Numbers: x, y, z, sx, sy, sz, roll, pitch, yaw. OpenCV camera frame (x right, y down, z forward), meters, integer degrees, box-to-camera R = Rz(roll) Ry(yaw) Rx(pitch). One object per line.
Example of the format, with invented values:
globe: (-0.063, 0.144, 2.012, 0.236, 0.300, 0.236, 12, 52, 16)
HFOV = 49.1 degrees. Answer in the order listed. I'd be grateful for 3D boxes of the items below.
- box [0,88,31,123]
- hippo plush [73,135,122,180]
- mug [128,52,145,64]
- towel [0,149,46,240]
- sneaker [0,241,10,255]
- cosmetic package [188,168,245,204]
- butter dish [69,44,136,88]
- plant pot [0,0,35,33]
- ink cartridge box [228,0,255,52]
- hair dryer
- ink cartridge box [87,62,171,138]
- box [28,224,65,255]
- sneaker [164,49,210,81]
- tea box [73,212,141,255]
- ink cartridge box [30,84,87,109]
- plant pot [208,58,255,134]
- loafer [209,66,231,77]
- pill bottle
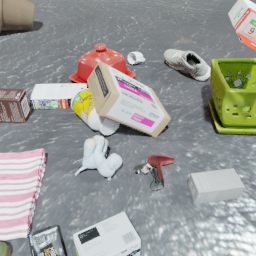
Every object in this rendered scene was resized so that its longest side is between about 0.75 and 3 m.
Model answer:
box: (-4.926, -0.854, 10.579, 2.197, 1.100, 0.823, 2, 40, 1)
hippo plush: (-0.802, 0.924, 8.443, 1.094, 1.084, 1.361, 27, 46, 30)
mug: (0.499, -3.533, 14.191, 0.795, 0.587, 0.697, 30, 34, 31)
towel: (-3.649, 1.743, 7.957, 2.193, 0.448, 2.997, -3, 40, -2)
sneaker: (-4.003, 2.781, 6.195, 2.422, 1.087, 0.812, -4, 40, -5)
cosmetic package: (2.482, 1.645, 7.976, 1.361, 0.614, 0.727, -2, 40, -8)
butter dish: (-1.171, -2.887, 12.502, 2.363, 1.747, 2.357, 28, 46, 30)
plant pot: (-7.081, -7.082, 17.251, 2.396, 2.748, 2.748, 5, 36, -24)
ink cartridge box: (3.549, -2.590, 7.407, 1.417, 0.655, 2.601, 28, 36, -9)
hair dryer: (0.928, 1.288, 8.687, 1.391, 0.378, 1.059, -36, 69, -30)
ink cartridge box: (0.003, -0.997, 9.874, 2.582, 0.970, 2.127, 22, 28, -33)
box: (-1.971, 2.866, 6.764, 0.725, 0.229, 0.919, -15, 42, -18)
sneaker: (2.677, -3.278, 13.135, 2.717, 1.250, 1.029, 36, 86, 37)
tea box: (-0.446, 2.720, 6.168, 1.236, 1.216, 0.826, -19, 43, -21)
ink cartridge box: (-2.797, -1.313, 11.562, 2.179, 0.549, 1.187, -1, 40, -3)
plant pot: (4.137, -1.054, 10.022, 2.318, 2.103, 2.306, 1, 40, 2)
loafer: (4.236, -2.824, 13.297, 1.750, 0.633, 0.637, 0, 41, 1)
pill bottle: (-1.177, -0.582, 10.236, 1.097, 1.097, 1.946, -25, 46, -27)
